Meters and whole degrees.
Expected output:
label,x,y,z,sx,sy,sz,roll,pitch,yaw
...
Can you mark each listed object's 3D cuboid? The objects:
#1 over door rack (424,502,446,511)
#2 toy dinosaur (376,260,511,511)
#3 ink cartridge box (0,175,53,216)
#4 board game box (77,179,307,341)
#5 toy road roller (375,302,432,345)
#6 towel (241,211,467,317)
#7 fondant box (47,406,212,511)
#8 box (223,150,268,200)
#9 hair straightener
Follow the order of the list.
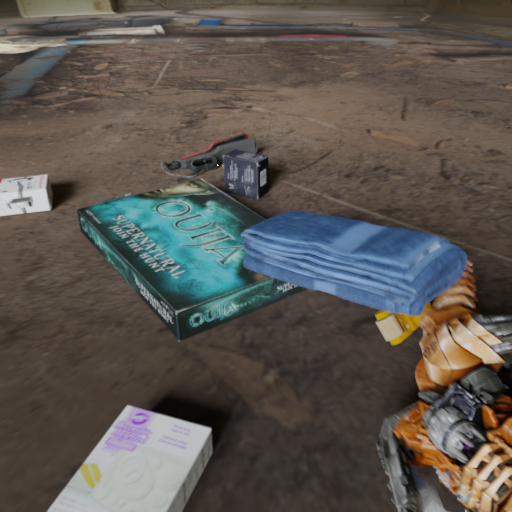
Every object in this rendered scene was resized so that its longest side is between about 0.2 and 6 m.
label,x,y,z,sx,sy,sz,roll,pitch,yaw
over door rack,1.443,2.978,3.102,2.383,0.794,1.760,43,78,10
toy dinosaur,3.211,1.407,6.446,3.848,2.896,5.669,-13,46,10
ink cartridge box,-5.521,-1.417,13.072,1.369,0.567,1.005,-9,31,-13
board game box,-1.250,-0.253,11.023,3.070,0.639,4.539,-20,36,-30
toy road roller,2.381,0.948,8.801,0.892,0.548,0.651,-29,-1,-35
towel,1.441,-0.061,8.846,3.275,0.795,1.828,14,30,40
fondant box,-1.359,2.557,6.379,1.186,0.479,1.644,10,31,17
box,-0.248,-1.999,13.675,0.986,0.970,0.579,16,34,25
hair straightener,-1.184,-2.709,15.254,2.943,0.602,1.132,-19,35,-29
